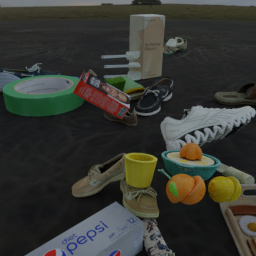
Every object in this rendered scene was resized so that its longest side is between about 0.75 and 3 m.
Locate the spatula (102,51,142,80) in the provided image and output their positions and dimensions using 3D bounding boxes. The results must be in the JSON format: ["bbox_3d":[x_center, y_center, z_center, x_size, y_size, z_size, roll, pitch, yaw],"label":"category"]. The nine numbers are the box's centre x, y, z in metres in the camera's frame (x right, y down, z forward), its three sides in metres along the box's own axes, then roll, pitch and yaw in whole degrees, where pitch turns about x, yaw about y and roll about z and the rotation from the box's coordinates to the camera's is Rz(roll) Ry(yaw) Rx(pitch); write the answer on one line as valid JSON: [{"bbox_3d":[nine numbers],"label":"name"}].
[{"bbox_3d":[-0.313,-2.879,13.172,1.895,1.317,0.152,0,17,14],"label":"spatula"}]

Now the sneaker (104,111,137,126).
[{"bbox_3d":[-0.226,-0.449,8.971,1.278,0.483,0.450,17,31,31],"label":"sneaker"}]

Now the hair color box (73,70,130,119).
[{"bbox_3d":[-0.635,-0.844,7.125,1.389,0.425,0.705,29,29,-15],"label":"hair color box"}]

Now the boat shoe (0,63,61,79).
[{"bbox_3d":[-4.379,-2.434,12.676,2.659,0.822,0.996,-2,26,-4],"label":"boat shoe"}]

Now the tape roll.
[{"bbox_3d":[-3.094,-1.292,10.484,2.888,0.694,2.888,0,26,0],"label":"tape roll"}]

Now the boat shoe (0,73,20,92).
[{"bbox_3d":[-5.464,-1.849,11.594,2.209,0.795,0.685,6,-20,-12],"label":"boat shoe"}]

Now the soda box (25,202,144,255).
[{"bbox_3d":[-0.696,1.876,3.992,1.992,0.632,0.680,-22,34,-38],"label":"soda box"}]

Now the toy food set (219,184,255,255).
[{"bbox_3d":[2.454,1.609,4.576,1.393,0.586,1.941,0,27,0],"label":"toy food set"}]

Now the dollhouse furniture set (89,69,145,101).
[{"bbox_3d":[-0.288,-1.742,10.503,2.222,1.115,1.456,-18,49,-35],"label":"dollhouse furniture set"}]

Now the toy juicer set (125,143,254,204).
[{"bbox_3d":[1.451,0.732,5.367,2.811,0.765,1.788,-2,12,-41],"label":"toy juicer set"}]

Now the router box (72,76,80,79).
[{"bbox_3d":[-2.639,-2.143,12.787,0.601,0.206,0.805,21,33,37],"label":"router box"}]

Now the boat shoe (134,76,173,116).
[{"bbox_3d":[0.986,-1.194,10.120,0.908,0.742,2.458,22,37,26],"label":"boat shoe"}]

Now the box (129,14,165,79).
[{"bbox_3d":[0.872,-3.891,13.380,1.342,2.827,1.099,-17,30,-31],"label":"box"}]

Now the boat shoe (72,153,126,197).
[{"bbox_3d":[-0.569,0.932,5.625,1.403,0.456,0.506,-26,26,12],"label":"boat shoe"}]

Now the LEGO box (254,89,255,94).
[{"bbox_3d":[5.893,-1.192,9.561,2.297,0.886,1.711,-9,44,-17],"label":"LEGO box"}]

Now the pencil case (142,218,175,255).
[{"bbox_3d":[0.426,1.804,4.495,0.372,0.324,0.833,-9,27,-12],"label":"pencil case"}]

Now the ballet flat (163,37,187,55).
[{"bbox_3d":[3.191,-5.701,19.197,0.894,0.993,2.637,31,39,31],"label":"ballet flat"}]

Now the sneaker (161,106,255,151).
[{"bbox_3d":[1.973,-0.159,6.864,2.492,0.936,1.010,-19,71,-14],"label":"sneaker"}]

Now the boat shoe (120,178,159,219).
[{"bbox_3d":[0.193,1.153,5.313,0.581,0.501,1.592,5,13,-11],"label":"boat shoe"}]

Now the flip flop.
[{"bbox_3d":[4.511,-1.337,10.528,2.500,0.720,1.014,-2,26,-4],"label":"flip flop"}]
